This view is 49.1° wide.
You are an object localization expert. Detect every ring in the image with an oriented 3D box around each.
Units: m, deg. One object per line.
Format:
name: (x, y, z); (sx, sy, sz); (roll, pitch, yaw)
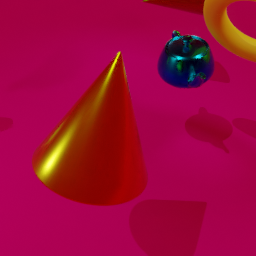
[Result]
ring: (2.324, -1.867, 5.008); (2.087, 2.087, 0.417); (28, 82, 29)

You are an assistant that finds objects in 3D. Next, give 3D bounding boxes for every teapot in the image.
teapot: (1.263, -1.454, 6.005); (1.255, 0.988, 2.018); (-11, 49, -2)

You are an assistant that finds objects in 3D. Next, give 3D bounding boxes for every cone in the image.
cone: (-0.273, -0.166, 3.300); (1.489, 1.495, 1.489); (13, 25, -6)
cone: (1.217, -3.829, 7.957); (1.662, 1.656, 1.656); (-14, 40, 6)
